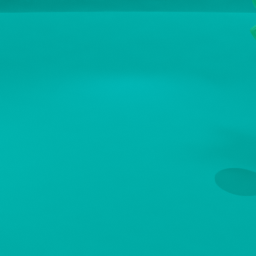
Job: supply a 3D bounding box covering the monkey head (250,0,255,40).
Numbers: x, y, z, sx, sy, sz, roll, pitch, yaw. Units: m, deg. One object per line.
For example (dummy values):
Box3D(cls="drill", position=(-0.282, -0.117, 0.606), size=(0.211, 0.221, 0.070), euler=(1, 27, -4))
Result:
Box3D(cls="monkey head", position=(2.933, -1.921, 5.349), size=(1.356, 1.885, 1.136), euler=(-29, 19, 53))
